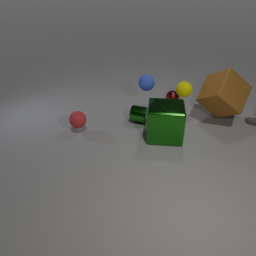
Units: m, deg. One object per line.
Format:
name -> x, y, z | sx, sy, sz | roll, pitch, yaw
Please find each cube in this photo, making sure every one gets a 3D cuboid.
cube -> 4.020, -1.441, 11.793 | 1.400, 1.400, 1.400 | -62, 20, -16
cube -> 1.473, -0.255, 11.002 | 1.400, 1.400, 1.400 | 3, 30, 5

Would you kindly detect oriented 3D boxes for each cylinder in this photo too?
cylinder -> 0.486, -0.608, 12.235 | 0.700, 0.700, 0.700 | 12, 32, 13

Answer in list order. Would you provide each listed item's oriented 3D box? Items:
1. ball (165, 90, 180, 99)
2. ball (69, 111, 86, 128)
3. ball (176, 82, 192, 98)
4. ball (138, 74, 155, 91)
ball -> 2.205, -1.506, 13.840 | 0.700, 0.700, 0.700 | 0, 30, 0
ball -> -2.044, -0.346, 11.394 | 0.700, 0.700, 0.700 | 0, 30, 0
ball -> 2.471, -1.696, 12.348 | 0.700, 0.700, 0.700 | 0, 30, 0
ball -> 0.794, -1.928, 11.925 | 0.700, 0.700, 0.700 | 0, 30, 0
